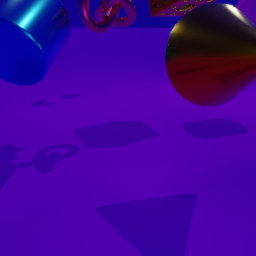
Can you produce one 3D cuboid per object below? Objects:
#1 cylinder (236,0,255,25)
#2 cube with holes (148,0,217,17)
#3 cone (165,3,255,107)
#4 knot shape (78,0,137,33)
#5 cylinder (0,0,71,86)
[{"bbox_3d":[3.870,-3.239,7.676,1.257,1.257,1.257,0,21,-17],"label":"cylinder"},{"bbox_3d":[1.390,-3.800,7.271,1.327,1.327,1.327,-16,7,-32],"label":"cube with holes"},{"bbox_3d":[1.550,-0.976,3.798,1.637,1.637,1.643,-4,14,-11],"label":"cone"},{"bbox_3d":[-0.437,-2.552,5.877,1.334,1.426,0.659,-30,71,-25],"label":"knot shape"},{"bbox_3d":[-1.844,-1.655,5.030,1.298,1.298,1.298,5,49,12],"label":"cylinder"}]
